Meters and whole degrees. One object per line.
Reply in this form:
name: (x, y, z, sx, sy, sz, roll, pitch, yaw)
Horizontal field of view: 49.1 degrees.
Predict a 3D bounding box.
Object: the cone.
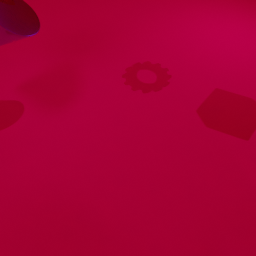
cone: (-3.224, -2.521, 7.297, 1.350, 1.355, 1.350, 27, 46, -32)
